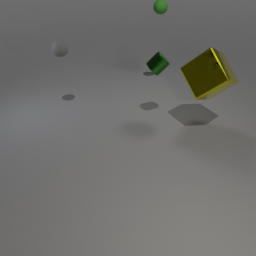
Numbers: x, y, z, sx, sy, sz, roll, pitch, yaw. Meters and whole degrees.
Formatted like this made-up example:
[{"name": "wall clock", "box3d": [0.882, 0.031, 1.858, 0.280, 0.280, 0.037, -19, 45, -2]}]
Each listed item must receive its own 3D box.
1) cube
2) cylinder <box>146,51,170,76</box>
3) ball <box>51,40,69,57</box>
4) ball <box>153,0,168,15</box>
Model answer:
[{"name": "cube", "box3d": [3.126, -2.020, 10.738, 1.400, 1.400, 1.400, -32, -13, 33]}, {"name": "cylinder", "box3d": [1.205, -2.581, 11.240, 0.700, 0.700, 0.700, 40, 22, -20]}, {"name": "ball", "box3d": [-2.842, -3.321, 11.703, 0.700, 0.700, 0.700, 0, 31, 0]}, {"name": "ball", "box3d": [1.579, -5.861, 13.530, 0.700, 0.700, 0.700, 0, 31, 0]}]
